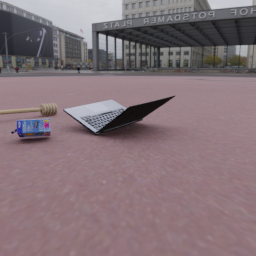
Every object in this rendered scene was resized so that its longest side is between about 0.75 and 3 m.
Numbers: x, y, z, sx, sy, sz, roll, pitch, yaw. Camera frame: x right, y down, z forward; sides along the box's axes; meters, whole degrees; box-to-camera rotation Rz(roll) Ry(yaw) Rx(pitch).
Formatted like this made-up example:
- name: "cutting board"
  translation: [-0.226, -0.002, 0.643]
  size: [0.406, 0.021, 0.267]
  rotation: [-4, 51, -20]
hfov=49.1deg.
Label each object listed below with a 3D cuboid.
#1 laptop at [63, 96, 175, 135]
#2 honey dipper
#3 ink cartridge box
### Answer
- name: "laptop"
  translation: [-0.283, -0.757, 8.694]
  size: [2.425, 1.405, 2.270]
  rotation: [34, 31, 29]
- name: "honey dipper"
  translation: [-3.847, -0.643, 10.446]
  size: [2.508, 0.476, 0.476]
  rotation: [-8, 15, -43]
- name: "ink cartridge box"
  translation: [-2.585, 0.013, 7.488]
  size: [0.996, 0.380, 0.680]
  rotation: [-1, -11, -16]
